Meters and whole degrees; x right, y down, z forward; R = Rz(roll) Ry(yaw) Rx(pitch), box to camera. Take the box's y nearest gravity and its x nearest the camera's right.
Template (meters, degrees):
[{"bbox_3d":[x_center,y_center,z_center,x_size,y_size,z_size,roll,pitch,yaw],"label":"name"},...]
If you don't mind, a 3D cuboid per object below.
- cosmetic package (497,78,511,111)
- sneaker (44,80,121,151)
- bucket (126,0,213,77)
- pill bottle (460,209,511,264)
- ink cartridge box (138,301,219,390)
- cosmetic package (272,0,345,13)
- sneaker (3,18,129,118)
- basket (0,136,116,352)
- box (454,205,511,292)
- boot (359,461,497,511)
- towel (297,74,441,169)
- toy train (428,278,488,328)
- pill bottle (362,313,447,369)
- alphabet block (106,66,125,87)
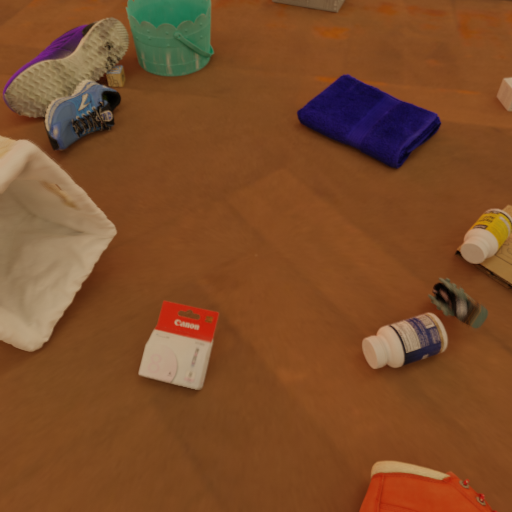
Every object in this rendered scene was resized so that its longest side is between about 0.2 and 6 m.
[{"bbox_3d":[5.083,-3.172,10.971,0.434,0.434,0.527,-5,48,-6],"label":"cosmetic package"},{"bbox_3d":[-3.109,-2.585,10.212,0.874,0.770,1.961,11,48,14],"label":"sneaker"},{"bbox_3d":[-1.789,-4.772,11.924,1.877,1.221,1.877,0,48,0],"label":"bucket"},{"bbox_3d":[3.291,-0.264,8.029,0.482,0.482,0.866,31,53,26],"label":"pill bottle"},{"bbox_3d":[-0.944,1.083,6.880,0.777,0.273,0.956,11,84,10],"label":"ink cartridge box"},{"bbox_3d":[1.365,-6.798,14.102,1.797,0.811,0.960,16,53,11],"label":"cosmetic package"},{"bbox_3d":[-3.934,-3.741,11.233,1.413,0.988,2.842,19,56,41],"label":"sneaker"},{"bbox_3d":[-3.241,-0.222,6.916,1.628,2.007,2.025,20,71,27],"label":"basket"},{"bbox_3d":[3.884,-0.099,8.313,1.497,0.159,1.223,-34,54,-27],"label":"box"},{"bbox_3d":[2.181,2.716,5.242,2.507,0.941,1.344,11,43,12],"label":"boot"},{"bbox_3d":[2.085,-2.571,10.331,2.242,0.555,1.656,31,53,25],"label":"towel"},{"bbox_3d":[2.577,0.599,7.194,0.528,0.395,0.926,29,11,-6],"label":"toy train"},{"bbox_3d":[1.832,1.083,6.974,0.946,0.525,0.525,-15,49,-13],"label":"pill bottle"},{"bbox_3d":[-2.896,-3.703,11.542,0.314,0.322,0.316,3,48,2],"label":"alphabet block"}]
